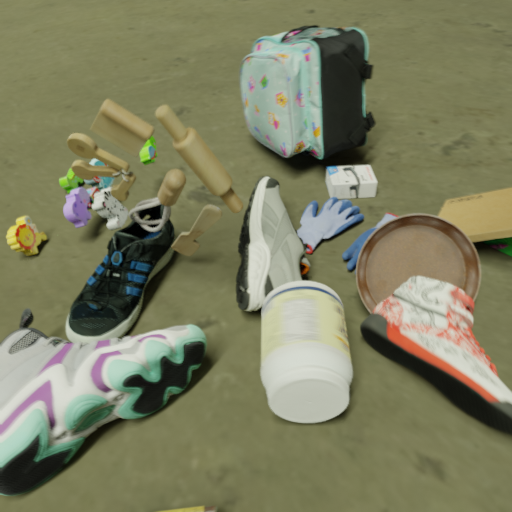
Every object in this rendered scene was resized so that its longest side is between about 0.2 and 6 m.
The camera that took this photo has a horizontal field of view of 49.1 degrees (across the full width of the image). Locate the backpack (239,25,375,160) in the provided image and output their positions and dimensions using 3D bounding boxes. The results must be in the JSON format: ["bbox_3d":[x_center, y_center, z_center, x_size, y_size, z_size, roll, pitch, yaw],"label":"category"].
[{"bbox_3d":[0.949,-3.726,12.752,2.382,2.732,3.107,-18,30,-13],"label":"backpack"}]

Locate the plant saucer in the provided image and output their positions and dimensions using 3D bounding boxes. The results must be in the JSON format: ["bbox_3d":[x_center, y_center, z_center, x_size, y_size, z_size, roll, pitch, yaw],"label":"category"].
[{"bbox_3d":[2.653,0.301,9.286,1.988,1.988,0.342,7,2,8],"label":"plant saucer"}]

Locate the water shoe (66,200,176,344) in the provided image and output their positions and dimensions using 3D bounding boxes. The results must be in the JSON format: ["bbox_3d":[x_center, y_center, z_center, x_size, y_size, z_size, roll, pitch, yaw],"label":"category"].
[{"bbox_3d":[-2.359,0.188,9.560,1.091,1.204,3.051,11,43,12],"label":"water shoe"}]

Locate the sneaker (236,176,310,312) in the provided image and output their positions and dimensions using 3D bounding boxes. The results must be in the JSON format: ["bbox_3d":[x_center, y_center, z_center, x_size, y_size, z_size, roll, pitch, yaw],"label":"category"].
[{"bbox_3d":[0.327,-0.223,10.229,1.253,1.168,3.160,8,46,-8],"label":"sneaker"}]

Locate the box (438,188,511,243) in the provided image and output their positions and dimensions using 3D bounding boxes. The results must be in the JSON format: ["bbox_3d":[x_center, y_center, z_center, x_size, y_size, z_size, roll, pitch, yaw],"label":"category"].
[{"bbox_3d":[4.380,-0.768,10.563,2.046,0.218,1.672,-9,28,40],"label":"box"}]

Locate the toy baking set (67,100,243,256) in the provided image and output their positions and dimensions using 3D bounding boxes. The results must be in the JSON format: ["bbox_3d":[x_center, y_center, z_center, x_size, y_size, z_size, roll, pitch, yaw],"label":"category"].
[{"bbox_3d":[-1.489,-1.146,8.856,2.525,3.290,0.383,-7,51,37],"label":"toy baking set"}]

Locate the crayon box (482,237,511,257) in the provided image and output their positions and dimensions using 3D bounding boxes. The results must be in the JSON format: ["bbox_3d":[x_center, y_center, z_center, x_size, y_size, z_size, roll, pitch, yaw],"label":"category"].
[{"bbox_3d":[5.429,-0.654,10.987,1.124,0.551,1.892,32,51,31],"label":"crayon box"}]

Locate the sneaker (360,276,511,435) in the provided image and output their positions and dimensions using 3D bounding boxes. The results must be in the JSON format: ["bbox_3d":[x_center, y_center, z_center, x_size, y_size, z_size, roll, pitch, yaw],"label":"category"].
[{"bbox_3d":[3.027,1.293,8.308,1.467,0.914,2.738,-42,49,-19],"label":"sneaker"}]

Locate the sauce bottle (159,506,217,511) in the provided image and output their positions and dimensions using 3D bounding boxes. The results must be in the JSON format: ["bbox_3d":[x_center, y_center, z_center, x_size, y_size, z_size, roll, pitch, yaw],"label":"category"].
[{"bbox_3d":[-1.196,3.306,6.669,1.490,0.482,0.482,-6,42,-3],"label":"sauce bottle"}]

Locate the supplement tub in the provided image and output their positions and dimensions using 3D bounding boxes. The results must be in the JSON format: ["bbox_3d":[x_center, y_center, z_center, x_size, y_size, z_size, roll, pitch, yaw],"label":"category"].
[{"bbox_3d":[0.711,1.375,8.172,1.278,1.278,1.762,0,42,0],"label":"supplement tub"}]

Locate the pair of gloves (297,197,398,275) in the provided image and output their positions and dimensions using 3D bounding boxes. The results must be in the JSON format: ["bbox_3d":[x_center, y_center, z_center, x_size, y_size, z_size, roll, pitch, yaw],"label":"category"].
[{"bbox_3d":[1.881,-0.401,10.943,2.396,0.273,1.926,25,49,27],"label":"pair of gloves"}]

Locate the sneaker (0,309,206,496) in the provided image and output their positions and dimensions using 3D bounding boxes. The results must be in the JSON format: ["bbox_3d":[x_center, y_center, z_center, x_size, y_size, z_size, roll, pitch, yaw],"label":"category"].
[{"bbox_3d":[-2.621,1.454,8.058,3.407,1.324,2.383,-27,50,-28],"label":"sneaker"}]

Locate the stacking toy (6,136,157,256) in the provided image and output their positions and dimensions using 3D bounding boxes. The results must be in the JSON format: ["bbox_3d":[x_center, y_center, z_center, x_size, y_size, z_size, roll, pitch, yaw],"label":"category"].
[{"bbox_3d":[-3.309,-1.321,11.006,2.235,0.697,2.964,-14,37,22],"label":"stacking toy"}]

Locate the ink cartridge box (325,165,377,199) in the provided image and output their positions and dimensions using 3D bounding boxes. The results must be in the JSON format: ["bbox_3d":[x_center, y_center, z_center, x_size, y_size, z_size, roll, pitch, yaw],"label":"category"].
[{"bbox_3d":[2.055,-1.605,12.155,0.976,0.411,0.706,-3,42,-4],"label":"ink cartridge box"}]
